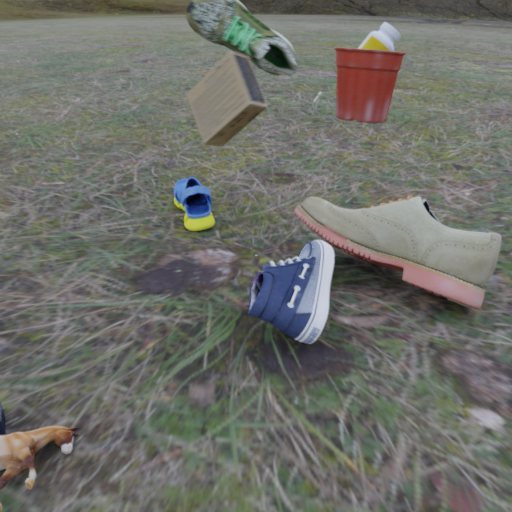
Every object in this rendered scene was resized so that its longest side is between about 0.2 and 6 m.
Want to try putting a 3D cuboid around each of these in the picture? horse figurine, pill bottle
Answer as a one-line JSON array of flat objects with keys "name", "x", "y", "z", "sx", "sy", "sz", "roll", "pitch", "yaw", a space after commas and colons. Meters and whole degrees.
[{"name": "horse figurine", "x": -2.952, "y": 2.269, "z": 6.005, "sx": 1.866, "sy": 0.466, "sz": 1.236, "roll": -10, "pitch": 19, "yaw": -6}, {"name": "pill bottle", "x": 2.548, "y": -4.402, "z": 12.112, "sx": 0.658, "sy": 1.174, "sz": 0.658, "roll": 37, "pitch": 15, "yaw": -12}]

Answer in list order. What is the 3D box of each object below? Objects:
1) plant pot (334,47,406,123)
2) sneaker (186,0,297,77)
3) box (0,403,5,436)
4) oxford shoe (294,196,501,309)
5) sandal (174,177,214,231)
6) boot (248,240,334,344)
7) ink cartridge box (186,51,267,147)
[{"name": "plant pot", "x": 1.868, "y": -2.918, "z": 9.599, "sx": 1.196, "sy": 1.163, "sz": 1.196, "roll": 4, "pitch": 20, "yaw": -1}, {"name": "sneaker", "x": -0.132, "y": -4.186, "z": 10.726, "sx": 2.506, "sy": 0.964, "sz": 1.110, "roll": 18, "pitch": 23, "yaw": -30}, {"name": "box", "x": -3.285, "y": 1.837, "z": 6.527, "sx": 0.560, "sy": 0.757, "sz": 0.395, "roll": -12, "pitch": 32, "yaw": -19}, {"name": "oxford shoe", "x": 2.326, "y": -0.430, "z": 9.583, "sx": 3.670, "sy": 1.355, "sz": 1.299, "roll": 27, "pitch": 8, "yaw": 31}, {"name": "sandal", "x": -1.331, "y": -1.306, "z": 12.031, "sx": 0.794, "sy": 0.870, "sz": 1.998, "roll": -11, "pitch": 30, "yaw": -16}, {"name": "boot", "x": 0.557, "y": 0.295, "z": 8.829, "sx": 1.084, "sy": 0.873, "sz": 2.401, "roll": 27, "pitch": 30, "yaw": -8}, {"name": "ink cartridge box", "x": -0.417, "y": -2.123, "z": 7.669, "sx": 0.385, "sy": 0.844, "sz": 1.024, "roll": -4, "pitch": -20, "yaw": -46}]
